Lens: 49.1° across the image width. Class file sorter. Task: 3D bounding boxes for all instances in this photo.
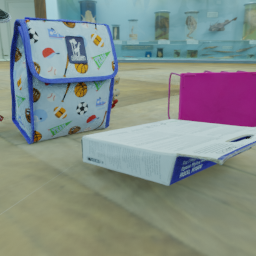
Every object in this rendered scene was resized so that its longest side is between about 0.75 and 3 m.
[{"bbox_3d":[2.209,-0.788,7.484,2.115,1.470,1.326,-3,16,-8],"label":"file sorter"}]

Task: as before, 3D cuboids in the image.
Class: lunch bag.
[{"bbox_3d":[-1.476,-1.152,6.514,2.202,2.591,1.604,-12,33,-38],"label":"lunch bag"}]

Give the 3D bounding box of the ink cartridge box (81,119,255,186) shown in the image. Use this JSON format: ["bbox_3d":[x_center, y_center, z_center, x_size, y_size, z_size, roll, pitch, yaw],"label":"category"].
[{"bbox_3d":[1.000,0.304,4.783,2.610,0.531,2.615,-11,11,-43],"label":"ink cartridge box"}]

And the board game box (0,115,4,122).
[{"bbox_3d":[-3.966,-0.473,7.378,1.637,0.159,0.843,7,-22,46],"label":"board game box"}]

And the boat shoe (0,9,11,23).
[{"bbox_3d":[-2.713,-2.307,5.439,0.826,0.305,0.282,18,-25,-10],"label":"boat shoe"}]

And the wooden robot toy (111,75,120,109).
[{"bbox_3d":[-0.722,-0.931,8.522,0.679,1.496,0.659,-26,71,-42],"label":"wooden robot toy"}]
